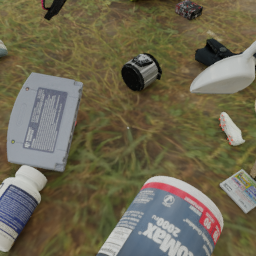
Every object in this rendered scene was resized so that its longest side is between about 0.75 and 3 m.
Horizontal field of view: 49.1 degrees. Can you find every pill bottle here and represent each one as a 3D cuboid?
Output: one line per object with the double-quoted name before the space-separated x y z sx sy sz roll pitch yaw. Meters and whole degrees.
"pill bottle" -2.355 1.581 5.716 0.869 0.869 1.566 17 53 14
"pill bottle" 0.327 2.310 4.627 1.626 1.626 2.719 26 56 20

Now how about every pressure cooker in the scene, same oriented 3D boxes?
"pressure cooker" 0.435 -1.714 8.365 1.063 0.935 0.949 -37 17 -26

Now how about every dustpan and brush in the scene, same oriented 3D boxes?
"dustpan and brush" 1.609 -0.898 4.061 0.955 1.369 0.392 -2 79 -20

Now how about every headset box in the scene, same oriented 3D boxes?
"headset box" 2.395 -4.749 11.198 0.695 0.351 0.935 -32 58 -23

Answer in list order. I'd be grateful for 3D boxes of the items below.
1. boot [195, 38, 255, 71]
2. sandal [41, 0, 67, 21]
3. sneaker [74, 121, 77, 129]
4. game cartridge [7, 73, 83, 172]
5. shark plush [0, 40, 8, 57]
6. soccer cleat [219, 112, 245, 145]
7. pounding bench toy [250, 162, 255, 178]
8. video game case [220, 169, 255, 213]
"boot" 3.374 -2.424 9.013 2.055 0.785 1.727 -36 63 -18
"sandal" -1.786 -3.157 6.668 0.950 0.570 2.531 -61 26 -6
"sneaker" -1.917 -0.045 7.263 1.200 0.521 0.442 -16 53 -14
"game cartridge" -2.053 -0.179 6.827 1.507 0.463 2.264 12 77 -4
"shark plush" -5.353 -2.412 9.018 2.619 1.190 1.091 -25 85 -24
"soccer cleat" 2.713 0.018 7.357 0.387 0.345 0.997 -6 58 -11
"pounding bench toy" 3.925 0.862 5.786 1.947 1.209 1.518 -30 58 -5
"video game case" 2.632 1.415 6.355 0.737 0.089 0.810 -26 55 -20
